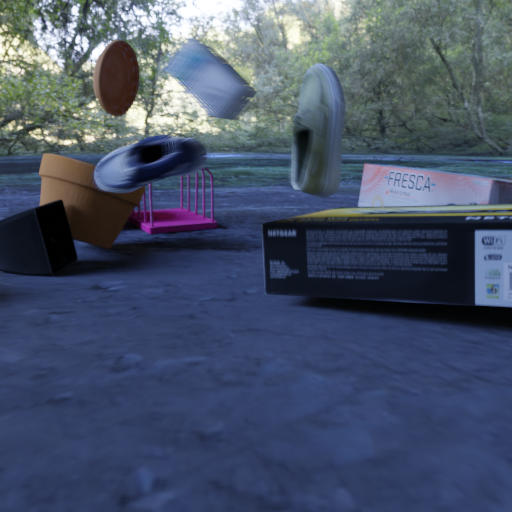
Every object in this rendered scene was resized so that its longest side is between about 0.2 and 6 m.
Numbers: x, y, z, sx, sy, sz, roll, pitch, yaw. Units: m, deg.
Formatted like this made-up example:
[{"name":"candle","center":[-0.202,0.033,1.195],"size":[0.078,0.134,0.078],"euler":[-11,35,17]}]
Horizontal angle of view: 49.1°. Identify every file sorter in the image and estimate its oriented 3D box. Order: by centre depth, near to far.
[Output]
[{"name":"file sorter","center":[-2.441,-1.714,15.446],"size":[1.859,1.678,2.675],"euler":[-6,15,-26]}]

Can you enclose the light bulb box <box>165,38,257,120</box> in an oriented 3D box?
[{"name":"light bulb box","center":[-0.779,-3.096,9.929],"size":[1.178,0.735,1.167],"euler":[47,19,4]}]

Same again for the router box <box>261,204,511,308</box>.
[{"name":"router box","center":[2.832,-0.156,8.894],"size":[4.446,1.161,3.495],"euler":[1,9,28]}]

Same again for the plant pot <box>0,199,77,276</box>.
[{"name":"plant pot","center":[-4.330,-0.299,10.737],"size":[1.132,1.276,1.273],"euler":[-8,13,5]}]

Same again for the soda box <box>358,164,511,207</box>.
[{"name":"soda box","center":[4.301,-1.231,13.393],"size":[1.485,1.598,4.672],"euler":[2,11,-23]}]

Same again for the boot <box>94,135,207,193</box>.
[{"name":"boot","center":[-1.697,-1.332,7.845],"size":[1.881,0.684,0.850],"euler":[-11,-3,24]}]

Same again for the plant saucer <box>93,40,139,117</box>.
[{"name":"plant saucer","center":[-3.264,-4.106,12.964],"size":[0.317,1.696,1.696],"euler":[14,17,17]}]

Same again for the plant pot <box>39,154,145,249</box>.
[{"name":"plant pot","center":[-3.700,-1.094,12.136],"size":[2.235,1.565,2.235],"euler":[16,-4,1]}]

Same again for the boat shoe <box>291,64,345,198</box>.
[{"name":"boat shoe","center":[1.144,-2.483,10.884],"size":[0.832,2.683,0.966],"euler":[4,-10,-35]}]
